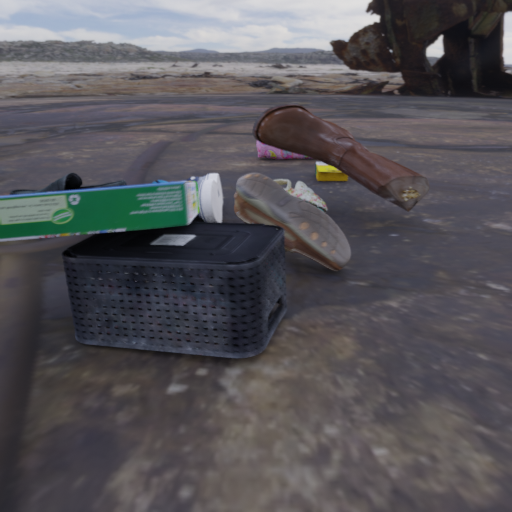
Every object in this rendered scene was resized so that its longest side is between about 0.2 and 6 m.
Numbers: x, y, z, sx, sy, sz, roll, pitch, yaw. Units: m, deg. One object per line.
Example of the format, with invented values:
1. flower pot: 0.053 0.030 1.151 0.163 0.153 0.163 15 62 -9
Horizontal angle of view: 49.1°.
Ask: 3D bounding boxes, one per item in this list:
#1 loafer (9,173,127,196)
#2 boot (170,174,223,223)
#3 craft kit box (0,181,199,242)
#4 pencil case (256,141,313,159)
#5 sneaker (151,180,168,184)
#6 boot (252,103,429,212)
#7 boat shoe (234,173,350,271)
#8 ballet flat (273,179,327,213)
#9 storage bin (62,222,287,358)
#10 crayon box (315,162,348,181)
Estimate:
1. loafer: -4.022 -1.309 12.115 2.886 1.013 0.980 5 21 13
2. boot: -1.400 -1.187 12.172 1.218 0.981 2.696 -8 13 1
3. craft kit box: -1.995 -0.626 7.184 2.425 0.588 2.395 -5 11 -2
4. pencil case: 1.189 -3.757 18.869 2.329 1.018 1.018 -2 20 -6
5. sneaker: -2.048 -0.706 11.090 0.686 0.768 1.875 18 41 2
6. boot: 1.822 -2.005 11.673 2.922 1.007 3.136 -5 39 -39
7. boat shoe: 0.572 -0.481 9.586 2.340 0.840 0.886 40 42 17
8. ballet flat: 0.758 -1.423 12.766 2.007 0.642 0.759 13 -12 32
9. storage bin: -0.968 0.322 7.230 2.520 1.182 1.704 3 19 16
10. crayon box: 2.160 -2.403 16.076 0.870 0.348 1.370 1 19 4
